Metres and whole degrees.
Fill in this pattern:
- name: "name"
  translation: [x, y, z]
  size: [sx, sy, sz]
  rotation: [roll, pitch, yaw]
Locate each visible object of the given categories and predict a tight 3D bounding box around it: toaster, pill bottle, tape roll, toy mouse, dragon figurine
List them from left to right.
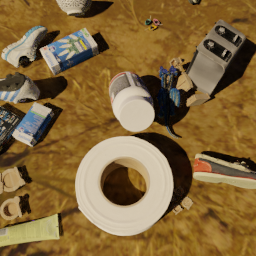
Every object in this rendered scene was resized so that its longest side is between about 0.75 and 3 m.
- name: "tape roll"
  translation: [-0.115, 1.769, 8.653]
  size: [2.943, 1.029, 2.943]
  rotation: [0, 66, 0]
- name: "pill bottle"
  translation: [0.098, -0.894, 9.144]
  size: [1.305, 1.305, 2.253]
  rotation: [-9, 30, -4]
- name: "toy mouse"
  translation: [1.021, -4.456, 11.919]
  size: [0.839, 0.162, 0.745]
  rotation: [-11, 67, -5]
- name: "dragon figurine"
  translation: [1.386, -0.953, 9.758]
  size: [0.745, 1.259, 2.532]
  rotation: [0, 66, 0]
- name: "toaster"
  translation: [3.011, -2.408, 10.096]
  size: [1.261, 2.125, 1.921]
  rotation: [34, 63, 11]

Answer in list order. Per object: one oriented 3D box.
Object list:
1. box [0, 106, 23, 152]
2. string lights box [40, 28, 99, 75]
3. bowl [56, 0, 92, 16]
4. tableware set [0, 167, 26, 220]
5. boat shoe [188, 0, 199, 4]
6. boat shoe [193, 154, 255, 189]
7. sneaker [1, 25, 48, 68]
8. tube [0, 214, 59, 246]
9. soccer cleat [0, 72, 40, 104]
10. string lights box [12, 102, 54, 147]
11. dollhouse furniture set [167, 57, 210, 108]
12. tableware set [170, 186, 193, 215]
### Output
- name: "box"
  translation: [-4.644, 0.051, 9.795]
  size: [1.269, 0.367, 1.596]
  rotation: [28, 69, 12]
- name: "string lights box"
  translation: [-2.283, -3.013, 11.034]
  size: [1.996, 0.589, 1.026]
  rotation: [-30, 71, -12]
- name: "bowl"
  translation: [-2.210, -5.147, 11.703]
  size: [1.642, 1.642, 0.771]
  rotation: [-5, 101, -2]
- name: "tableware set"
  translation: [-4.192, 2.203, 8.854]
  size: [1.958, 0.227, 1.635]
  rotation: [-15, 71, -5]
- name: "boat shoe"
  translation: [2.616, -6.676, 12.652]
  size: [0.927, 0.985, 2.742]
  rotation: [-20, 70, 33]
- name: "boat shoe"
  translation: [3.392, 1.395, 8.956]
  size: [2.577, 0.917, 0.806]
  rotation: [8, 64, 9]
- name: "sneaker"
  translation: [-3.875, -3.169, 11.123]
  size: [0.918, 0.794, 2.118]
  rotation: [42, 75, 3]
- name: "tube"
  translation: [-3.057, 3.148, 8.406]
  size: [1.920, 0.498, 0.557]
  rotation: [-9, 104, -9]
- name: "soccer cleat"
  translation: [-4.486, -1.270, 10.135]
  size: [2.833, 1.223, 0.989]
  rotation: [-1, 63, 26]
- name: "string lights box"
  translation: [-3.312, -0.135, 9.852]
  size: [0.729, 0.418, 1.419]
  rotation: [24, 68, 10]
- name: "dollhouse furniture set"
  translation: [2.071, -1.610, 10.353]
  size: [0.796, 0.932, 1.797]
  rotation: [-9, 69, -40]
- name: "tableware set"
  translation: [1.606, 2.298, 8.948]
  size: [0.704, 0.098, 0.843]
  rotation: [-31, 70, -12]
